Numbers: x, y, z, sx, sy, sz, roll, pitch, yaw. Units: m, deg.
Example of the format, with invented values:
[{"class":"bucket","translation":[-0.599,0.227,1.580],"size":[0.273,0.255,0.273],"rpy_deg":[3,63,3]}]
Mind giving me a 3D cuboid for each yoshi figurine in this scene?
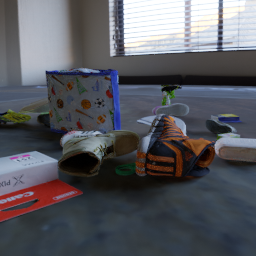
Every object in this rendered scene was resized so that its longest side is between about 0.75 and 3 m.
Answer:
[{"class":"yoshi figurine","translation":[2.413,-1.767,16.694],"size":[0.824,1.472,0.827],"rpy_deg":[2,11,7]}]

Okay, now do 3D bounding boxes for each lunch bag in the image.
[{"class":"lunch bag","translation":[-1.441,-0.953,10.259],"size":[2.840,2.414,1.758],"rpy_deg":[9,20,36]}]

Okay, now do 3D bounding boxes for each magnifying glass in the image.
[{"class":"magnifying glass","translation":[0.129,0.921,6.769],"size":[0.450,0.127,1.130],"rpy_deg":[8,15,35]}]

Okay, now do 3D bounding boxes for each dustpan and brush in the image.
[{"class":"dustpan and brush","translation":[1.640,-0.042,10.523],"size":[1.755,0.720,2.514],"rpy_deg":[20,27,31]}]

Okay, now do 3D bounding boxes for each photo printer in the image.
[{"class":"photo printer","translation":[3.029,0.569,7.626],"size":[1.277,0.443,1.062],"rpy_deg":[3,13,17]}]

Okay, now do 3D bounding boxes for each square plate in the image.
[{"class":"square plate","translation":[-3.108,-1.097,12.936],"size":[2.900,0.413,2.873],"rpy_deg":[-9,-2,44]}]

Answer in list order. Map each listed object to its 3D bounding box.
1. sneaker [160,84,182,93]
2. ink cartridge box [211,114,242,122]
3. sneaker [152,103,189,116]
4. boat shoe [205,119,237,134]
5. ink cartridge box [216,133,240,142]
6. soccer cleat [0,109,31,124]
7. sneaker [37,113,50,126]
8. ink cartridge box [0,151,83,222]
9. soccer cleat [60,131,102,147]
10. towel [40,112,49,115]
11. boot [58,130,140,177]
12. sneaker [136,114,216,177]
[{"class":"sneaker","translation":[2.132,-1.915,13.838],"size":[1.085,0.449,0.389],"rpy_deg":[2,-6,1]},{"class":"ink cartridge box","translation":[4.697,-0.473,13.384],"size":[1.083,0.258,1.096],"rpy_deg":[-1,10,-8]},{"class":"sneaker","translation":[2.213,-0.990,14.915],"size":[1.888,0.684,1.077],"rpy_deg":[-3,8,-13]},{"class":"boat shoe","translation":[3.507,-0.029,10.685],"size":[0.407,0.467,1.268],"rpy_deg":[-1,14,-35]},{"class":"ink cartridge box","translation":[3.311,0.404,8.782],"size":[0.622,0.319,0.842],"rpy_deg":[-7,12,-30]},{"class":"soccer cleat","translation":[-5.182,-0.537,12.683],"size":[1.503,0.629,0.486],"rpy_deg":[-3,12,-17]},{"class":"sneaker","translation":[-2.688,-0.693,12.415],"size":[2.718,1.077,1.025],"rpy_deg":[-9,16,-32]},{"class":"ink cartridge box","translation":[-2.303,1.038,5.233],"size":[2.239,0.488,1.944],"rpy_deg":[-10,14,-43]},{"class":"soccer cleat","translation":[-1.347,0.344,8.635],"size":[0.655,0.528,1.538],"rpy_deg":[6,8,44]},{"class":"towel","translation":[-2.912,-0.825,14.615],"size":[2.920,0.448,2.178],"rpy_deg":[0,11,-1]},{"class":"boot","translation":[-0.622,0.594,6.792],"size":[2.041,0.736,1.578],"rpy_deg":[-7,11,-4]},{"class":"sneaker","translation":[1.294,0.489,6.932],"size":[1.640,1.135,2.927],"rpy_deg":[7,23,14]}]
